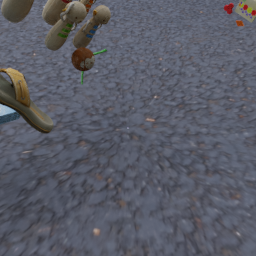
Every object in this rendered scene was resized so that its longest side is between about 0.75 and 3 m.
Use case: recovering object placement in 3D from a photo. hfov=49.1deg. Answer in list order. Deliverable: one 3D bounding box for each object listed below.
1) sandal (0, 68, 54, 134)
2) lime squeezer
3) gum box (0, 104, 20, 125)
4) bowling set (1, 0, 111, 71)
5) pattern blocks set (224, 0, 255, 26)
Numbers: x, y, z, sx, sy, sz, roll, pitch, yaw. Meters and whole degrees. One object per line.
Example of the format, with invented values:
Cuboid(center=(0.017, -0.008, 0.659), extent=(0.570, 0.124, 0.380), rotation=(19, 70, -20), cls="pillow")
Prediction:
Cuboid(center=(-1.997, -0.666, 5.124), extent=(0.566, 2.096, 0.842), rotation=(-36, 44, 5), cls="sandal")
Cuboid(center=(-1.194, -1.969, 8.467), extent=(0.245, 0.459, 1.299), rotation=(35, 90, 42), cls="lime squeezer")
Cuboid(center=(-3.280, -0.493, 6.055), extent=(1.217, 0.319, 1.433), rotation=(40, 30, 12), cls="gum box")
Cuboid(center=(-1.102, -2.595, 6.639), extent=(2.085, 1.609, 2.996), rotation=(52, 34, 1), cls="bowling set")
Cuboid(center=(2.825, -2.831, 6.581), extent=(0.084, 0.912, 1.037), rotation=(-24, 69, -34), cls="pattern blocks set")
